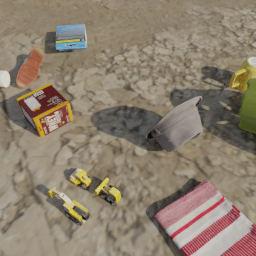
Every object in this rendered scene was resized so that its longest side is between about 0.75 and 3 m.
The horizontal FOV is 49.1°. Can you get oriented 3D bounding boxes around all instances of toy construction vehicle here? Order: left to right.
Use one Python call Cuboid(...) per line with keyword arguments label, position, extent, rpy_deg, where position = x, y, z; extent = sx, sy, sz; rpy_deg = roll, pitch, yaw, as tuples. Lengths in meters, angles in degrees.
Cuboid(label="toy construction vehicle", position=(-1.281, 1.956, 8.432), extent=(1.806, 0.636, 1.573), rpy_deg=(32, 57, 24))

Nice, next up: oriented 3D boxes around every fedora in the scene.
Cuboid(label="fedora", position=(1.696, 0.048, 9.207), extent=(2.066, 2.336, 1.055), rpy_deg=(-23, 77, -37))

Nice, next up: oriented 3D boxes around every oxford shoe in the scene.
Cuboid(label="oxford shoe", position=(-4.351, -2.560, 12.303), extent=(0.785, 0.753, 2.126), rpy_deg=(-16, 46, 46))

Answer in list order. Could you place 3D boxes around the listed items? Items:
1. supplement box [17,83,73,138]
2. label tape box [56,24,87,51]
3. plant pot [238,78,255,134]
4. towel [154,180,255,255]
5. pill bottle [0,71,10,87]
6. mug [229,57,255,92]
Cuboid(label="supplement box", position=(-3.063, -0.679, 10.428), extent=(1.406, 0.947, 1.426), rpy_deg=(-32, 57, -24))
Cuboid(label="label tape box", position=(-2.732, -4.233, 13.616), extent=(1.408, 0.650, 1.965), rpy_deg=(-6, 52, -4))
Cuboid(label="plant pot", position=(5.395, -0.596, 9.467), extent=(2.839, 2.990, 2.990), rpy_deg=(13, 50, 27))
Cuboid(label="towel", position=(2.425, 2.935, 7.655), extent=(2.109, 0.333, 2.929), rpy_deg=(-28, 50, -21))
Cuboid(label="pill bottle", position=(-5.792, -2.079, 11.635), extent=(1.508, 0.902, 0.902), rpy_deg=(4, 50, 3))
Cuboid(label="mug", position=(5.017, -2.183, 11.544), extent=(1.149, 1.178, 1.435), rpy_deg=(26, 55, 20))
